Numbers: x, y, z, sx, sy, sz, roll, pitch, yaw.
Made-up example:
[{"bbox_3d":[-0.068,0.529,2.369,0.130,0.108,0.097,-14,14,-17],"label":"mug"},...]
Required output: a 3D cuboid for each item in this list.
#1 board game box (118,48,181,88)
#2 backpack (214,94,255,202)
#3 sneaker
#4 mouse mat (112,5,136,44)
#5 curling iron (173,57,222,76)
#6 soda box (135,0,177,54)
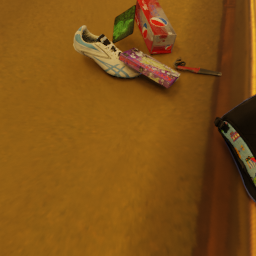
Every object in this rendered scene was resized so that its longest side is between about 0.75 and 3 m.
[{"bbox_3d":[0.724,-1.990,9.125,1.871,0.302,1.123,32,39,10],"label":"board game box"},{"bbox_3d":[3.655,0.443,6.460,1.790,2.429,2.661,3,60,-30],"label":"backpack"},{"bbox_3d":[-0.669,-2.519,9.459,2.615,0.948,0.940,30,47,2],"label":"sneaker"},{"bbox_3d":[-0.162,-3.636,9.910,0.050,1.325,1.066,10,81,-34],"label":"mouse mat"},{"bbox_3d":[2.401,-2.079,9.711,1.703,0.218,0.422,16,80,7],"label":"curling iron"},{"bbox_3d":[0.977,-3.965,10.787,0.909,0.824,2.597,-5,51,-13],"label":"soda box"}]
